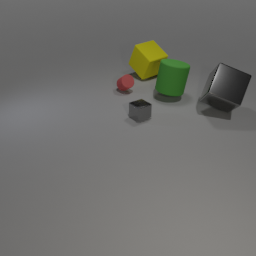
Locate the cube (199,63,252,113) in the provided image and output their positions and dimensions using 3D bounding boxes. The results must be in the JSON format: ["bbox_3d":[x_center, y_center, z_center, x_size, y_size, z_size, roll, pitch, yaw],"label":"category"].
[{"bbox_3d":[4.054,-1.652,11.805,1.400,1.400,1.400,23,-8,3],"label":"cube"}]

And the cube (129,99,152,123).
[{"bbox_3d":[0.512,-0.726,11.815,0.700,0.700,0.700,-20,35,-30],"label":"cube"}]

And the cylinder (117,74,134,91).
[{"bbox_3d":[-0.135,-2.288,14.172,0.700,0.700,0.700,-15,1,-25],"label":"cylinder"}]

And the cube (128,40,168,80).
[{"bbox_3d":[1.116,-3.839,15.774,1.400,1.400,1.400,-25,66,-32],"label":"cube"}]

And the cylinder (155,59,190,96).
[{"bbox_3d":[2.092,-2.395,13.235,1.400,1.400,1.400,8,28,-4],"label":"cylinder"}]
